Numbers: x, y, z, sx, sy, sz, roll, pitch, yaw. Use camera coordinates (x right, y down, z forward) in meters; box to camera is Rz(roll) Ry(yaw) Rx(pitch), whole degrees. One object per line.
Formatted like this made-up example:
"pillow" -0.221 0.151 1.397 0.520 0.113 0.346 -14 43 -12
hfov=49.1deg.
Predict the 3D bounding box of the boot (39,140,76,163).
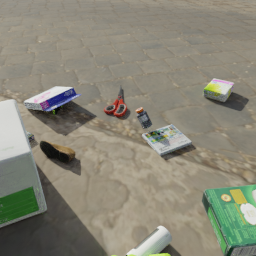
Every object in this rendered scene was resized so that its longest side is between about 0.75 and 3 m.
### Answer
"boot" -2.461 0.778 9.771 1.390 0.512 0.525 23 25 19

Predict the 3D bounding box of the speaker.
"speaker" 0.514 2.911 6.778 1.174 0.477 0.477 -28 45 -32

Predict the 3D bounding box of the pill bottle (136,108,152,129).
"pill bottle" 0.597 -0.389 10.739 0.413 0.778 0.413 -25 16 8

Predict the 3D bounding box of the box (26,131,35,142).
"box" -4.101 0.459 10.336 0.709 0.196 1.038 23 42 28

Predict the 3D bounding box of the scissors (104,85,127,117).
"scissors" -0.304 -1.281 12.772 0.963 0.183 2.632 8 36 14

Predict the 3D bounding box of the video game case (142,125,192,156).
"video game case" 1.434 0.423 10.434 1.387 0.153 1.264 -18 40 -22

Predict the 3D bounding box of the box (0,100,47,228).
"box" -4.007 1.075 7.640 2.763 2.379 2.777 -16 39 -21

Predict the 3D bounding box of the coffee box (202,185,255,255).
"coffee box" 3.681 2.348 7.385 2.951 0.649 1.814 -5 37 -6

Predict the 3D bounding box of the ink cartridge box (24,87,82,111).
"ink cartridge box" -3.271 -1.314 12.168 1.861 0.403 1.827 7 32 42

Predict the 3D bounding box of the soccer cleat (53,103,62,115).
"soccer cleat" -3.053 -0.902 12.085 0.410 0.341 1.011 -4 34 -9

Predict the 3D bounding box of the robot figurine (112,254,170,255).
"robot figurine" 0.374 3.296 5.695 1.831 1.059 1.606 18 49 13

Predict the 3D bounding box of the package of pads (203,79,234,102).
"package of pads" 4.283 -1.781 13.151 1.080 0.477 1.397 21 42 28
